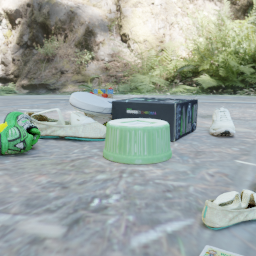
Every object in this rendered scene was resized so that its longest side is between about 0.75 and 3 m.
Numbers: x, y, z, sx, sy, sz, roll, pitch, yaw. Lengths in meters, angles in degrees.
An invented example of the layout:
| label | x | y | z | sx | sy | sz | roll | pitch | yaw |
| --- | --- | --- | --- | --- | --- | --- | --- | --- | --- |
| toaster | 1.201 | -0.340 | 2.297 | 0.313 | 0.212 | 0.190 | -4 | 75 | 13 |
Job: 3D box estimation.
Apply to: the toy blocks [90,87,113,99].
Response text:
| label | x | y | z | sx | sy | sz | roll | pitch | yaw |
| --- | --- | --- | --- | --- | --- | --- | --- | --- | --- |
| toy blocks | -1.814 | -1.859 | 18.056 | 2.211 | 1.511 | 1.105 | 3 | 9 | 21 |

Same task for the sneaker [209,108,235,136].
| label | x | y | z | sx | sy | sz | roll | pitch | yaw |
| --- | --- | --- | --- | --- | --- | --- | --- | --- | --- |
| sneaker | 3.222 | -0.235 | 9.675 | 0.804 | 0.867 | 2.139 | 3 | 10 | 9 |

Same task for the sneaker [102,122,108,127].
| label | x | y | z | sx | sy | sz | roll | pitch | yaw |
| --- | --- | --- | --- | --- | --- | --- | --- | --- | --- |
| sneaker | -0.776 | -0.122 | 10.026 | 0.444 | 0.505 | 1.194 | -4 | 9 | -19 |

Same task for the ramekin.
| label | x | y | z | sx | sy | sz | roll | pitch | yaw |
| --- | --- | --- | --- | --- | --- | --- | --- | --- | --- |
| ramekin | 0.227 | 0.247 | 6.598 | 1.638 | 0.800 | 1.638 | 0 | 9 | 0 |

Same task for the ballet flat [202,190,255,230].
| label | x | y | z | sx | sy | sz | roll | pitch | yaw |
| --- | --- | --- | --- | --- | --- | --- | --- | --- | --- |
| ballet flat | 1.420 | 0.951 | 3.459 | 1.177 | 0.367 | 0.397 | -5 | 10 | -29 |

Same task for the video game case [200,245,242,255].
| label | x | y | z | sx | sy | sz | roll | pitch | yaw |
| --- | --- | --- | --- | --- | --- | --- | --- | --- | --- |
| video game case | 0.951 | 1.290 | 2.094 | 1.033 | 0.114 | 0.940 | 5 | 10 | 32 |

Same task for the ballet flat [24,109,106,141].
| label | x | y | z | sx | sy | sz | roll | pitch | yaw |
| --- | --- | --- | --- | --- | --- | --- | --- | --- | --- |
| ballet flat | -1.933 | -0.123 | 8.650 | 2.953 | 0.921 | 0.996 | 1 | 11 | 8 |

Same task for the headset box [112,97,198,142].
| label | x | y | z | sx | sy | sz | roll | pitch | yaw |
| --- | --- | --- | --- | --- | --- | --- | --- | --- | --- |
| headset box | 0.935 | -0.389 | 9.489 | 2.222 | 1.184 | 2.552 | 5 | 10 | 27 |

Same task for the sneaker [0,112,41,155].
| label | x | y | z | sx | sy | sz | roll | pitch | yaw |
| --- | --- | --- | --- | --- | --- | --- | --- | --- | --- |
| sneaker | -2.806 | 0.182 | 7.427 | 0.992 | 0.908 | 2.328 | 6 | 16 | -12 |

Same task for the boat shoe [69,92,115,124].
| label | x | y | z | sx | sy | sz | roll | pitch | yaw |
| --- | --- | --- | --- | --- | --- | --- | --- | --- | --- |
| boat shoe | -0.985 | -0.515 | 9.647 | 1.014 | 0.998 | 2.859 | 36 | 16 | 26 |
